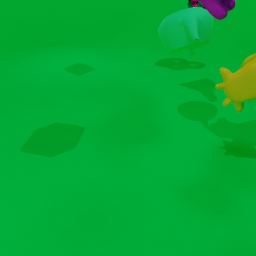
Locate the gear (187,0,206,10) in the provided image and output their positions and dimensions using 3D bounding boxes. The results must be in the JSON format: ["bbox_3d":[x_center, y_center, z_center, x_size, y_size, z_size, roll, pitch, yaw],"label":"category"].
[{"bbox_3d":[1.537,-2.990,6.157,0.208,1.127,1.127,-16,35,-1],"label":"gear"}]

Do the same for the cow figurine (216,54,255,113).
[{"bbox_3d":[2.309,-0.952,5.135,1.533,0.855,1.558,-25,8,10],"label":"cow figurine"}]

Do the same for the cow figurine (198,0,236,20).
[{"bbox_3d":[1.234,-2.337,3.800,1.299,1.320,0.725,43,59,-2],"label":"cow figurine"}]

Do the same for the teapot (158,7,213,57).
[{"bbox_3d":[1.213,-1.907,5.733,1.126,0.887,1.811,-13,6,5],"label":"teapot"}]
